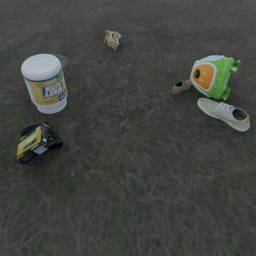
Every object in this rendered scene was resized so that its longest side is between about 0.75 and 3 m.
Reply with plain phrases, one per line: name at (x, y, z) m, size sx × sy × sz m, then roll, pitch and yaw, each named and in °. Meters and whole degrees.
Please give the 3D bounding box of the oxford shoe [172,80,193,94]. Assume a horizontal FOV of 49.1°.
oxford shoe at (2.698, -2.077, 13.487) m, size 1.315 × 0.492 × 0.463 m, roll -32°, pitch 55°, yaw -26°

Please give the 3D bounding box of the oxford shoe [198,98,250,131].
oxford shoe at (4.161, -0.760, 12.134) m, size 0.935 × 0.718 × 2.487 m, roll -37°, pitch 55°, yaw -26°

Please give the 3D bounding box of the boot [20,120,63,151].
boot at (-3.458, 0.403, 11.213) m, size 1.224 × 0.488 × 1.486 m, roll -26°, pitch 56°, yaw -26°

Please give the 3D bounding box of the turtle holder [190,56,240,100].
turtle holder at (3.997, -2.547, 12.922) m, size 1.839 × 1.968 × 2.590 m, roll 20°, pitch 51°, yaw 18°

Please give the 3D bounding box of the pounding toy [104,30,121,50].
pounding toy at (-0.888, -5.093, 16.375) m, size 0.815 × 0.818 × 1.426 m, roll 10°, pitch 51°, yaw -29°

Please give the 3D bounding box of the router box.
router box at (-3.591, 0.599, 10.552) m, size 1.400 × 0.366 × 1.101 m, roll -31°, pitch 46°, yaw 23°

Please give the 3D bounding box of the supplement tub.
supplement tub at (-3.524, -1.865, 12.118) m, size 1.598 × 2.209 × 1.598 m, roll -1°, pitch 48°, yaw 1°

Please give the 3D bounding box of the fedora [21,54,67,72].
fedora at (-4.043, -2.747, 13.757) m, size 2.230 × 1.007 × 1.972 m, roll 0°, pitch 47°, yaw 2°
